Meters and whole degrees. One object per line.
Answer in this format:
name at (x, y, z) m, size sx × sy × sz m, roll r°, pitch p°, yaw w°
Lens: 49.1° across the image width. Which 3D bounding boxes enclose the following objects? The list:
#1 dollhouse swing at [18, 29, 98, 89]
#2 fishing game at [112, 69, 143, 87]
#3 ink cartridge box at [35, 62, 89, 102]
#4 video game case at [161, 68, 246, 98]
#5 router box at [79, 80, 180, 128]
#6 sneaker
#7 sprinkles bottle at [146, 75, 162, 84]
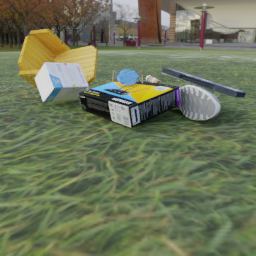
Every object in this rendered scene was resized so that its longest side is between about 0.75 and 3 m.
dollhouse swing at (-2.943, -3.079, 12.239) m, size 2.291 × 2.606 × 2.368 m, roll -15°, pitch -35°, yaw 28°
fishing game at (-0.008, -1.740, 9.756) m, size 1.086 × 0.169 × 0.778 m, roll 0°, pitch 56°, yaw -2°
ink cartridge box at (-2.550, -1.813, 11.194) m, size 1.776 × 1.142 × 1.112 m, roll -9°, pitch -20°, yaw -44°
video game case at (2.618, -1.543, 9.594) m, size 2.547 × 0.242 × 1.819 m, roll 24°, pitch 16°, yaw 26°
router box at (-0.016, -0.994, 9.595) m, size 2.170 × 0.743 × 2.909 m, roll -24°, pitch 28°, yaw -33°
sneaker at (2.279, -0.989, 9.553) m, size 1.174 × 1.070 × 2.863 m, roll -5°, pitch 17°, yaw -20°
sprinkles bottle at (1.171, -2.143, 12.806) m, size 0.328 × 0.328 × 0.962 m, roll -9°, pitch 26°, yaw -24°
